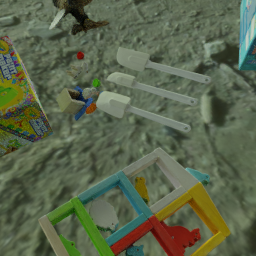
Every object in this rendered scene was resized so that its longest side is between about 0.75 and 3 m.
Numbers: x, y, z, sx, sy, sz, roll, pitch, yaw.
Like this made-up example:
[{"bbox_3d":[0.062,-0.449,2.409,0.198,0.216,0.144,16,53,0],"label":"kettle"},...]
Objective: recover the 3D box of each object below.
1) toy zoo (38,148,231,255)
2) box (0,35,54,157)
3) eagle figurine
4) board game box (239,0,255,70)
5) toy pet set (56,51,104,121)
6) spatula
[{"bbox_3d":[0.296,1.400,4.236,2.689,0.275,1.764,-27,64,-25],"label":"toy zoo"},{"bbox_3d":[-2.713,-0.495,5.403,1.811,1.147,1.881,-25,62,-12],"label":"box"},{"bbox_3d":[-1.256,-3.392,6.786,1.569,2.068,1.560,-9,19,19],"label":"eagle figurine"},{"bbox_3d":[2.357,-2.080,4.839,0.467,1.991,1.503,3,80,12],"label":"board game box"},{"bbox_3d":[-0.811,-0.663,5.610,0.652,1.146,1.227,8,46,-51],"label":"toy pet set"},{"bbox_3d":[0.303,-0.478,3.663,1.353,0.109,0.941,21,82,19],"label":"spatula"}]
